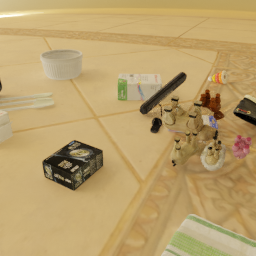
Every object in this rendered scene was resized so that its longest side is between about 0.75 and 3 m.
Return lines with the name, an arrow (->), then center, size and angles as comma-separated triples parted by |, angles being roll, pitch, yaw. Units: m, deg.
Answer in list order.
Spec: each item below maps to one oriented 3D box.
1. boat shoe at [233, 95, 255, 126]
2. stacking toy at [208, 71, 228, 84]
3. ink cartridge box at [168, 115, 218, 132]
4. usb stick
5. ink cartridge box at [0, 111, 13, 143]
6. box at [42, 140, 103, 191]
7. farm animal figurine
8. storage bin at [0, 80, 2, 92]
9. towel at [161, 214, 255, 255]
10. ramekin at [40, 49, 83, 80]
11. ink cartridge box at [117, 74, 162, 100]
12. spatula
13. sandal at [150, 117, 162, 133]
boat shoe -> 5.149, -0.100, 10.007 | 0.911, 1.063, 2.906 | -50, 55, 1
stacking toy -> 4.770, -2.671, 14.979 | 0.955, 0.698, 0.698 | 1, 24, 41
ink cartridge box -> 2.436, -0.172, 10.602 | 1.792, 0.376, 1.069 | 3, 28, 10
usb stick -> 1.494, -1.469, 11.683 | 2.552, 0.708, 0.416 | -40, 83, -18
ink cartridge box -> -4.858, -0.049, 9.773 | 1.515, 0.949, 0.974 | 14, 32, 23
box -> -1.578, 1.038, 8.195 | 1.139, 0.599, 1.391 | 18, 34, 28
farm animal figurine -> 2.288, 0.267, 8.780 | 2.285, 1.423, 2.830 | -10, 45, 1
storage bin -> -7.195, -1.742, 11.929 | 2.961, 2.155, 1.989 | -6, 40, -11
towel -> 1.484, 2.784, 5.468 | 1.685, 0.347, 2.258 | 17, 35, 31
ramekin -> -3.685, -3.582, 15.814 | 2.319, 1.217, 2.319 | -1, 29, 0
ink cartridge box -> 0.538, -1.959, 13.283 | 2.015, 0.846, 1.459 | 1, 29, 1
spatula -> -4.638, -1.189, 12.596 | 2.518, 0.202, 1.751 | -8, 31, -14
sandal -> 1.089, -0.156, 10.689 | 0.407, 0.229, 1.070 | 2, 29, 10
